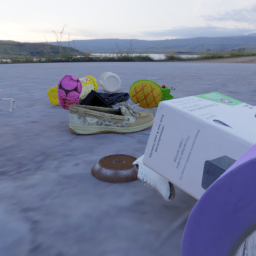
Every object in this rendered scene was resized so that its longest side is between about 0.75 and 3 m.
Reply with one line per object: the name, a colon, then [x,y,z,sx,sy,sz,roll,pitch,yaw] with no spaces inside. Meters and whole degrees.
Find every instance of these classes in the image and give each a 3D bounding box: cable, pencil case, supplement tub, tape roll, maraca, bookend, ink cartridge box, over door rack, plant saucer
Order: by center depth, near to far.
tape roll: [1.613,1.068,1.919,2.305,2.305,0.979,13,21,37]
ink cartridge box: [2.023,0.534,4.375,2.865,1.203,2.084,30,28,32]
plant saucer: [-0.205,0.855,6.334,1.263,0.231,1.263,1,17,0]
pencil case: [-1.941,-1.188,9.313,0.872,0.900,1.921,34,-12,-10]
bookend: [-1.185,-0.495,10.014,1.236,1.228,0.569,-48,27,-3]
over door rack: [-5.677,-1.015,11.463,1.598,0.720,2.163,-2,-4,-9]
maraca: [0.959,-1.356,11.733,1.864,1.278,0.997,17,30,2]
cable: [-0.890,-1.473,13.855,2.177,0.553,1.776,1,11,20]
supplement tub: [-1.162,-2.881,17.362,1.128,1.128,1.562,-5,18,-16]

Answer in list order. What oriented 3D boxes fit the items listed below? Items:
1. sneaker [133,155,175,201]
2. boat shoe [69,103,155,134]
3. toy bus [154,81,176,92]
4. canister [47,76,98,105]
sneaker: [0.467,0.899,5.026,0.504,0.431,1.158,-29,36,-2]
boat shoe: [-0.472,-0.376,9.255,2.920,0.915,1.070,-6,17,-19]
toy bus: [1.628,-1.788,14.461,1.235,0.676,1.309,23,-14,-5]
canister: [-2.690,-1.864,13.836,1.671,0.974,2.250,-11,14,22]
